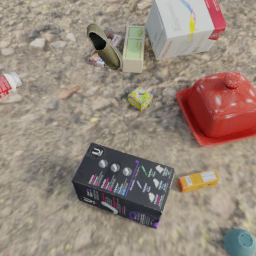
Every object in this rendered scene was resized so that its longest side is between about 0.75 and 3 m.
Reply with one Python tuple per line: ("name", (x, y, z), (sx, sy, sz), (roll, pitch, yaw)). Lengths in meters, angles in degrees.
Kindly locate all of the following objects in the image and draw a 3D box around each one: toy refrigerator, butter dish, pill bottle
("toy refrigerator", (0.297, -3.809, 13.291), (0.933, 0.860, 2.459), (4, 55, 3))
("butter dish", (3.706, -1.125, 10.641), (2.951, 2.187, 2.959), (-11, 56, -9))
("pill bottle", (-5.368, -1.788, 11.920), (1.496, 0.840, 0.840), (-33, 62, -21))

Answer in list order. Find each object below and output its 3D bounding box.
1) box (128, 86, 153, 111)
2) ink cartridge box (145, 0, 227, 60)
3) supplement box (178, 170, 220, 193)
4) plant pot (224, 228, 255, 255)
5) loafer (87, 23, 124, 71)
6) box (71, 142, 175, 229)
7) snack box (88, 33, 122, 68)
("box", (0.513, -1.234, 11.762), (0.758, 0.463, 0.730), (39, 64, 24))
("ink cartridge box", (2.504, -4.650, 12.812), (2.827, 2.054, 2.044), (-14, 79, -11))
("supplement box", (2.427, 1.838, 9.667), (1.338, 0.445, 0.460), (-9, 54, -7))
("plant pot", (3.449, 3.451, 8.449), (0.925, 0.623, 0.925), (0, 55, 1))
("loafer", (-0.806, -2.565, 9.250), (0.671, 1.785, 0.622), (-28, 26, 25))
("box", (-0.122, 1.825, 8.889), (2.802, 1.713, 1.486), (17, 56, 10))
("snack box", (-1.086, -3.828, 13.660), (0.791, 0.268, 2.201), (18, 57, 12))
